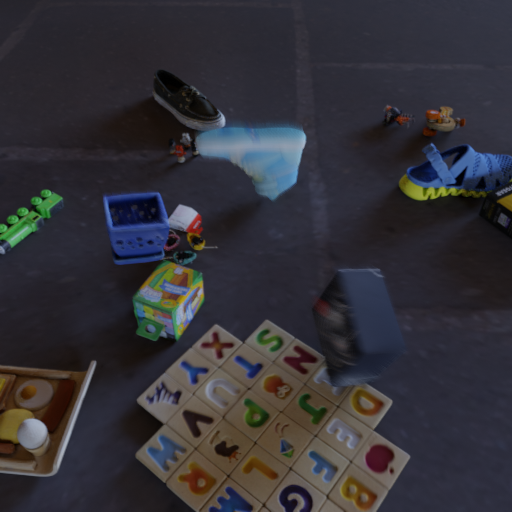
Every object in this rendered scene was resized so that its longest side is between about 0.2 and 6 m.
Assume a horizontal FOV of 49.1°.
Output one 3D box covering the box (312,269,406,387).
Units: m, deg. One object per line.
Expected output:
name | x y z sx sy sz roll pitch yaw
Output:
box | 1.521 1.109 8.626 0.728 1.273 1.398 0 56 -18

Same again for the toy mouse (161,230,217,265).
toy mouse | -1.504 -0.103 10.977 1.125 0.218 1.000 33 54 28

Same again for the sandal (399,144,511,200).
sandal | 4.465 -1.902 12.110 2.602 1.133 1.034 -8 45 -10

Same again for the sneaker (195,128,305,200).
sneaker | -0.130 -1.857 11.663 2.275 1.485 0.905 -1 31 -7

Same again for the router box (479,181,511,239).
router box | 6.165 -0.954 11.504 2.389 0.624 1.878 -25 51 -22

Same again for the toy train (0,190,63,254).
toy train | -4.706 -0.685 11.453 0.533 0.394 1.889 28 52 12

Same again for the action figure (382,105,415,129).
action figure | 3.636 -3.595 14.225 0.831 0.449 0.859 33 53 17

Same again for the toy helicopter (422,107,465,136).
toy helicopter | 4.760 -3.445 14.026 0.942 0.562 1.425 12 37 18

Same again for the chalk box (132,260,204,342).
chalk box | -1.561 0.862 9.622 0.818 0.812 1.311 18 47 16

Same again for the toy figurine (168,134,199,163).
toy figurine | -1.715 -2.538 13.220 0.629 0.438 0.620 -29 47 -23

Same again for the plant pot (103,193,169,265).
plant pot | -2.102 -0.436 9.799 1.018 0.915 1.018 -6 42 -16

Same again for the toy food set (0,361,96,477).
toy food set | -3.790 2.233 8.358 2.398 0.724 1.720 4 46 4

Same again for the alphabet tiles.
alphabet tiles | 0.188 2.580 8.387 3.765 0.119 3.133 31 53 25

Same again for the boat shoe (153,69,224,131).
boat shoe | -1.821 -4.014 14.399 0.893 0.736 2.601 -35 55 -29

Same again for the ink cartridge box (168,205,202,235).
ink cartridge box | -1.410 -0.750 11.645 0.717 0.205 0.583 13 47 18
